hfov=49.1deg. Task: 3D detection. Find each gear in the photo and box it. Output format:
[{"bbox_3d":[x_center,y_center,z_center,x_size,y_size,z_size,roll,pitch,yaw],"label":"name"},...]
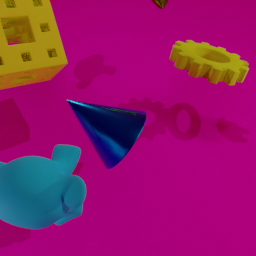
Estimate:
[{"bbox_3d":[1.669,-1.389,5.807,1.561,0.289,1.561,9,34,-7],"label":"gear"}]

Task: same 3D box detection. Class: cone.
[{"bbox_3d":[-0.499,-0.121,4.540,1.153,1.149,1.149,34,59,-14],"label":"cone"}]

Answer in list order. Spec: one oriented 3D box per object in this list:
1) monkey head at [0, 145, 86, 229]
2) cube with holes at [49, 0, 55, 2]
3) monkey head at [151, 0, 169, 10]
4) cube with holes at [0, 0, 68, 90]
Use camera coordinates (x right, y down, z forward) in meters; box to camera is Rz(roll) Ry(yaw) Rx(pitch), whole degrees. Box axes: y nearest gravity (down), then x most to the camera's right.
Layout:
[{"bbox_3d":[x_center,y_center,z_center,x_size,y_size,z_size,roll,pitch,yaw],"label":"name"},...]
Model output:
[{"bbox_3d":[-1.066,0.613,3.442,1.663,1.002,1.197,6,63,22],"label":"monkey head"},{"bbox_3d":[-2.347,-3.605,6.784,0.855,0.855,0.855,4,14,6],"label":"cube with holes"},{"bbox_3d":[0.589,-3.305,6.211,1.233,1.033,1.715,34,73,-20],"label":"monkey head"},{"bbox_3d":[-2.030,-1.494,4.966,1.281,1.281,1.281,-18,95,-28],"label":"cube with holes"}]
